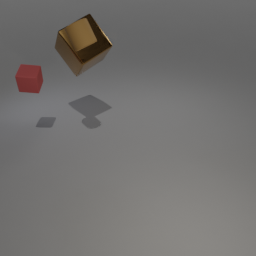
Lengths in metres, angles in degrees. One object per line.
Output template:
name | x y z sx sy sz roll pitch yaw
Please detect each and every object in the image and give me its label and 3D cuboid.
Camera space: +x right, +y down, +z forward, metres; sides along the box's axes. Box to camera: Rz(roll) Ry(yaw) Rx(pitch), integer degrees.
cylinder | -1.354 -2.680 8.065 0.700 0.700 0.700 -24 17 8
cube | -3.405 -1.706 9.716 0.700 0.700 0.700 4 49 -3
cube | -1.667 -3.001 10.310 1.400 1.400 1.400 -38 6 -20
